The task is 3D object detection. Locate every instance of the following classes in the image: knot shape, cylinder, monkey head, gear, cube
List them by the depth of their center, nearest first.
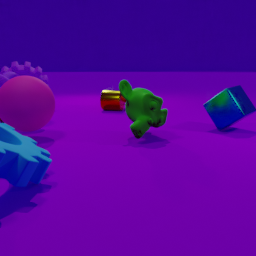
[{"bbox_3d":[-1.906,0.135,3.622,1.839,0.340,1.839,29,-2,1],"label":"gear"},{"bbox_3d":[0.259,-0.302,6.085,0.904,1.501,1.080,18,58,46],"label":"monkey head"},{"bbox_3d":[2.505,-0.496,6.902,0.770,0.770,0.770,-17,-17,-43],"label":"cube"},{"bbox_3d":[-3.105,-0.974,7.206,1.651,0.815,1.764,12,13,-33],"label":"knot shape"},{"bbox_3d":[-3.213,-1.347,8.628,1.461,1.461,0.270,-3,45,-13],"label":"gear"},{"bbox_3d":[-0.545,-0.990,10.034,0.721,0.721,0.721,3,13,14],"label":"cylinder"}]

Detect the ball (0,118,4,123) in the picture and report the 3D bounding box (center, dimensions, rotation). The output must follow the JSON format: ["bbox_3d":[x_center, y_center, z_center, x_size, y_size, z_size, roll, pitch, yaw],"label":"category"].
[{"bbox_3d":[-3.224,-0.452,7.613,0.726,0.726,0.726,0,12,0],"label":"ball"}]

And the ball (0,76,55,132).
[{"bbox_3d":[-2.151,-0.509,5.940,1.183,1.183,1.183,0,12,0],"label":"ball"}]
